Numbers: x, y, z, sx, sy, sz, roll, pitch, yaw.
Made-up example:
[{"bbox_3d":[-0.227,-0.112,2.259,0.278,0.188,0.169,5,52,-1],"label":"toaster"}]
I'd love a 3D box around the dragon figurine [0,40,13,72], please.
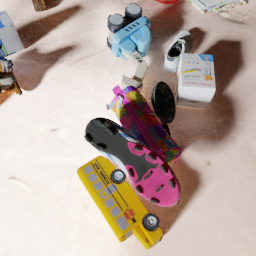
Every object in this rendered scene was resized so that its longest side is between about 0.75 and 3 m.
[{"bbox_3d":[-3.510,-2.085,7.017,0.802,0.475,1.612,-32,98,-51],"label":"dragon figurine"}]

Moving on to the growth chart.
[{"bbox_3d":[3.659,-5.327,11.632,2.166,0.192,1.567,-18,61,-11],"label":"growth chart"}]

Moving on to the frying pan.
[{"bbox_3d":[1.170,-0.358,8.413,0.343,2.106,1.274,-10,8,36],"label":"frying pan"}]

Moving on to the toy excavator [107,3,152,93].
[{"bbox_3d":[0.190,-2.627,9.498,2.455,1.261,2.525,-39,75,-20],"label":"toy excavator"}]

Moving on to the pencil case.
[{"bbox_3d":[0.403,-0.044,7.881,1.139,1.139,2.578,-27,62,-15],"label":"pencil case"}]

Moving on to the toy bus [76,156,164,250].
[{"bbox_3d":[-0.209,1.849,6.874,0.978,0.813,2.497,-31,63,-17],"label":"toy bus"}]

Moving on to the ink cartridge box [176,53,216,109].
[{"bbox_3d":[2.091,-1.467,8.780,1.031,1.013,1.400,5,59,3],"label":"ink cartridge box"}]

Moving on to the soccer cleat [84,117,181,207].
[{"bbox_3d":[0.199,0.679,6.842,2.856,1.233,0.998,41,104,17],"label":"soccer cleat"}]

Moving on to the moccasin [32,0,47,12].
[{"bbox_3d":[-3.676,-5.422,11.464,0.613,0.581,1.589,-15,58,-14],"label":"moccasin"}]

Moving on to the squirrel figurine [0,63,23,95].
[{"bbox_3d":[-4.364,-1.541,8.870,1.443,1.094,1.546,-26,46,-17],"label":"squirrel figurine"}]

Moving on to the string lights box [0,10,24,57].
[{"bbox_3d":[-4.987,-2.853,9.481,2.471,1.270,0.729,-29,63,-16],"label":"string lights box"}]

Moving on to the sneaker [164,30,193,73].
[{"bbox_3d":[1.840,-2.826,9.789,0.742,0.719,2.031,18,60,11],"label":"sneaker"}]

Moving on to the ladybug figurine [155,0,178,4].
[{"bbox_3d":[1.368,-5.883,11.515,1.661,0.880,2.447,-30,64,-9],"label":"ladybug figurine"}]
